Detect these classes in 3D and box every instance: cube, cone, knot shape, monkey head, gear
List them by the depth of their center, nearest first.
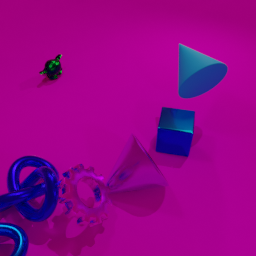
[{"bbox_3d":[-2.883,2.053,5.258,1.748,1.636,0.808,20,75,25],"label":"knot shape"},{"bbox_3d":[-0.915,1.452,6.138,0.249,1.347,1.347,-34,32,29],"label":"gear"},{"bbox_3d":[-2.175,1.400,6.313,1.716,0.848,1.834,8,42,37],"label":"knot shape"},{"bbox_3d":[-0.084,1.211,6.927,1.580,1.574,1.574,-35,48,2],"label":"cone"},{"bbox_3d":[1.345,0.099,7.983,0.959,0.959,0.959,8,43,9],"label":"cube"},{"bbox_3d":[1.825,-1.909,8.148,1.509,1.509,1.515,-16,65,-17],"label":"cone"},{"bbox_3d":[-2.980,-2.317,10.758,0.858,0.719,1.193,22,60,26],"label":"monkey head"}]
